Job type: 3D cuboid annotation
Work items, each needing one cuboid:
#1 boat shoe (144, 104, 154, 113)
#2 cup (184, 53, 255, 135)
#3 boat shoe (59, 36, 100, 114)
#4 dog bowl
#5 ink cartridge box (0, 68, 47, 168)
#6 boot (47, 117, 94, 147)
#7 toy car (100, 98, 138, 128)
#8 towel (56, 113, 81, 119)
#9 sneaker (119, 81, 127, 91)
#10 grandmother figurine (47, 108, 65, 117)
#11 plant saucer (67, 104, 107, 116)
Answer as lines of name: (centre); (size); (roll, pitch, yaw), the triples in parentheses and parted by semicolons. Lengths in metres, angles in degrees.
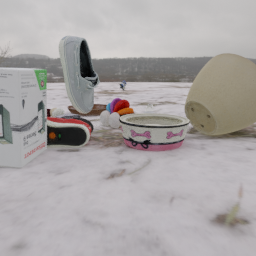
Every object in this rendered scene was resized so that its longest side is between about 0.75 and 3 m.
boat shoe: (1.126, -1.017, 14.690); (0.506, 0.498, 1.426); (2, 12, 9)
cup: (3.162, -0.875, 9.803); (1.999, 2.795, 2.795); (-37, 27, -20)
boat shoe: (-1.268, -1.411, 7.895); (0.825, 2.317, 0.808); (10, 36, 30)
dog bowl: (0.791, 0.089, 8.651); (2.158, 0.796, 2.158); (2, 13, 0)
ink cartridge box: (-2.797, -0.343, 7.120); (0.970, 2.308, 1.685); (4, 13, 5)
boot: (-2.430, -0.005, 9.029); (2.548, 0.923, 1.838); (8, 11, -3)
toy car: (-0.358, -0.650, 11.401); (1.323, 1.134, 1.512); (-10, 15, -37)
towel: (-2.602, -0.413, 12.078); (0.906, 0.388, 0.750); (-11, 16, -41)
sneaker: (-0.186, -1.999, 13.156); (0.294, 0.325, 0.764); (38, -8, 6)
grandmother figurine: (-3.981, -0.675, 12.750); (2.265, 0.686, 1.373); (0, 24, 13)
plant saucer: (-2.001, -0.951, 14.661); (2.316, 0.399, 2.316); (0, 13, 0)
